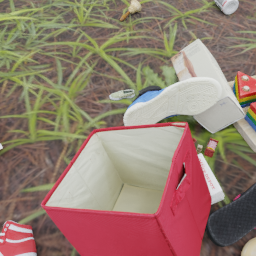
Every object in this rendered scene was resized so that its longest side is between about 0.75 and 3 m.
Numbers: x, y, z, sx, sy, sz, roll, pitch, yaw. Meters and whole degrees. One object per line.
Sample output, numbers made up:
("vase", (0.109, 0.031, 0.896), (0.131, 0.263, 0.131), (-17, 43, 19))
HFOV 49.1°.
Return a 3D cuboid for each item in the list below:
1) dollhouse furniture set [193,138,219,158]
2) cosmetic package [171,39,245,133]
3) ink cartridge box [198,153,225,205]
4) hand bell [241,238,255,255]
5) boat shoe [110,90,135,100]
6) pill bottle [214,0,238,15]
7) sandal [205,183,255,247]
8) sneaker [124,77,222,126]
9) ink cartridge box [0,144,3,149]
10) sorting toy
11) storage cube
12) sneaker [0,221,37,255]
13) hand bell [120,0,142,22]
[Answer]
("dollhouse furniture set", (2.195, 0.492, 8.327), (0.846, 0.344, 0.455), (20, 53, 16))
("cosmetic package", (2.475, -1.364, 8.963), (1.172, 1.389, 2.687), (-33, 46, 25))
("ink cartridge box", (1.424, 1.490, 6.988), (1.543, 0.639, 1.133), (-27, 53, 6))
("hand bell", (3.398, 2.324, 5.068), (1.481, 2.845, 1.481), (5, 53, -7))
("boat shoe", (-0.205, -1.189, 9.765), (0.892, 0.277, 0.321), (-9, 51, -8))
("pill bottle", (4.702, -6.175, 13.586), (0.761, 0.761, 1.336), (-10, 51, -9))
("sandal", (2.975, 2.006, 6.819), (2.766, 0.623, 1.039), (-18, 66, -18))
("sneaker", (1.245, -0.868, 8.225), (2.801, 1.075, 1.558), (-24, 20, 18))
("ink cartridge box", (-5.150, 0.363, 8.320), (2.117, 0.659, 2.631), (-31, 61, -24))
("sorting toy", (4.644, -0.922, 9.074), (2.837, 0.987, 2.820), (-15, 52, -12))
("storage cube", (0.176, 1.378, 5.223), (2.383, 2.142, 2.037), (-6, 35, 30))
("sneaker", (-3.024, 2.716, 6.278), (1.838, 0.655, 1.034), (-7, 54, -15))
("hand bell", (0.018, -5.423, 13.222), (0.638, 0.638, 1.226), (33, 71, 24))
